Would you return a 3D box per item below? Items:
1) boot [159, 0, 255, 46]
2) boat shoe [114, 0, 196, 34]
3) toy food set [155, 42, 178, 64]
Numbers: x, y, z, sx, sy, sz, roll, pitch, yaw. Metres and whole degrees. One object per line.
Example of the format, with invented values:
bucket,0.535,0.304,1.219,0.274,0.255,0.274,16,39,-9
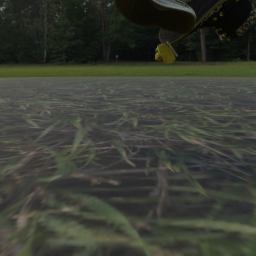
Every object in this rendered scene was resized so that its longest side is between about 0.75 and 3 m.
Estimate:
boot,2.609,-3.377,8.963,2.145,1.042,2.849,14,-44,-46
boat shoe,0.452,-1.924,4.575,1.365,0.505,0.453,23,43,4
toy food set,1.076,-2.160,8.352,0.355,0.639,1.086,-35,4,36
